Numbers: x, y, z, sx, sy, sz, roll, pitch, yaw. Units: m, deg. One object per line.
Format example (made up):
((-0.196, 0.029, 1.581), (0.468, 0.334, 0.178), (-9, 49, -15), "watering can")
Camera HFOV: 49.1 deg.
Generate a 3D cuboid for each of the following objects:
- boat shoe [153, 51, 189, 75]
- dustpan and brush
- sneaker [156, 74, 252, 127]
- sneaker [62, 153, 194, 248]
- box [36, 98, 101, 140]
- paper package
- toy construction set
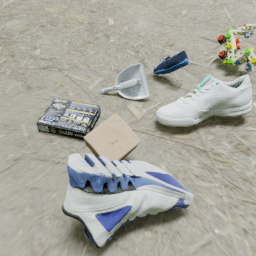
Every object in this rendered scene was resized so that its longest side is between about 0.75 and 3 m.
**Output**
((1.470, -2.207, 9.562), (1.460, 0.501, 0.614), (-11, -8, 43), "boat shoe")
((-0.169, -1.368, 9.106), (1.595, 1.113, 0.457), (-11, 8, 31), "dustpan and brush")
((2.119, -0.876, 7.967), (2.812, 1.244, 1.058), (-12, 31, -4), "sneaker")
((-0.163, 1.515, 5.705), (2.738, 1.581, 1.106), (15, 14, -30), "sneaker")
((-1.698, -0.298, 8.157), (1.502, 0.369, 1.211), (10, 47, 12), "box")
((-0.381, 0.334, 6.619), (1.014, 0.525, 0.967), (-39, 82, -17), "paper package")
((4.032, -2.967, 10.157), (1.363, 0.958, 2.079), (-11, 58, 39), "toy construction set")
